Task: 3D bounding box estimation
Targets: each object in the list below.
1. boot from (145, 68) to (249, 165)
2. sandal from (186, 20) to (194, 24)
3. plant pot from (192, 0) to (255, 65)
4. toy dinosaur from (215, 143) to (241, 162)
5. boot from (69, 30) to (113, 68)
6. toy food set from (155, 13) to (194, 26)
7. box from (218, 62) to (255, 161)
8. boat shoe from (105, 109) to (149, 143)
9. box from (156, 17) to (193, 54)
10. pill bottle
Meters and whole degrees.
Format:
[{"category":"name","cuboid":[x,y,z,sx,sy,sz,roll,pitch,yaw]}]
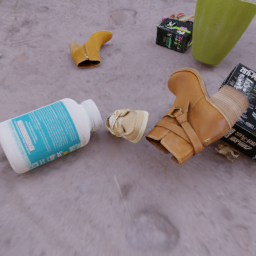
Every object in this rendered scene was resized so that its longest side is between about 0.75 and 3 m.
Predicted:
[{"category":"boot","cuboid":[1.245,-0.394,6.958,2.133,1.016,2.757,-41,31,-7]},{"category":"sandal","cuboid":[2.871,-4.211,11.963,0.614,0.369,1.636,-9,50,-7]},{"category":"plant pot","cuboid":[3.158,-3.504,9.975,2.108,2.253,2.108,12,30,-7]},{"category":"toy dinosaur","cuboid":[2.741,0.657,7.775,0.604,0.347,1.194,42,35,21]},{"category":"boot","cuboid":[-1.249,-2.984,10.816,1.912,0.673,1.369,-22,58,-12]},{"category":"toy food set","cuboid":[2.046,-4.881,12.490,1.615,0.254,1.027,-32,43,-23]},{"category":"box","cuboid":[3.500,-0.345,7.739,2.350,1.012,1.924,32,65,6]},{"category":"boat shoe","cuboid":[-0.125,-0.097,7.364,0.790,2.285,0.842,17,82,-15]},{"category":"box","cuboid":[1.925,-3.741,11.277,1.308,0.813,0.971,26,54,21]},{"category":"pill bottle","cuboid":[-2.034,0.085,7.615,2.580,1.429,1.429,-24,54,-18]}]
